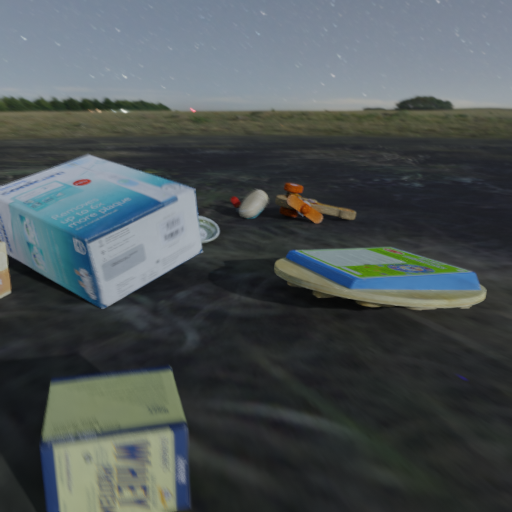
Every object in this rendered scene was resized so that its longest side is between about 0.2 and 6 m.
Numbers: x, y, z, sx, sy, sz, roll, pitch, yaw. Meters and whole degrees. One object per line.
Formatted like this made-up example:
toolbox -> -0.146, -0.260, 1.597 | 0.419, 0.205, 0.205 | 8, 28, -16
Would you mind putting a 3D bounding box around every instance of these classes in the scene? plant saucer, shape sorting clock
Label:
plant saucer -> -1.226, -0.485, 11.465 | 0.926, 0.233, 0.926 | 9, 36, -7
shape sorting clock -> 1.725, 0.343, 8.069 | 2.947, 0.578, 2.947 | 1, 10, 0

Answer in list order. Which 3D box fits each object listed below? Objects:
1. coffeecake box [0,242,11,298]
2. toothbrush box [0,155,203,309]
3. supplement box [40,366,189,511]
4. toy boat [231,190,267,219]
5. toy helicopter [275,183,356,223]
coffeecake box -> -4.926, 0.322, 7.674 | 2.275, 0.831, 1.746 | 4, 16, 14
toothbrush box -> -2.539, -0.527, 8.831 | 2.756, 1.175, 2.018 | 21, 38, 37
supplement box -> -1.044, 1.374, 4.187 | 0.970, 0.651, 0.969 | -4, 16, -15
toy boat -> -0.172, -1.247, 13.997 | 1.066, 0.495, 0.896 | 9, 54, 45
toy helicopter -> 1.416, -1.172, 13.458 | 1.959, 0.773, 1.296 | 13, 13, 9
